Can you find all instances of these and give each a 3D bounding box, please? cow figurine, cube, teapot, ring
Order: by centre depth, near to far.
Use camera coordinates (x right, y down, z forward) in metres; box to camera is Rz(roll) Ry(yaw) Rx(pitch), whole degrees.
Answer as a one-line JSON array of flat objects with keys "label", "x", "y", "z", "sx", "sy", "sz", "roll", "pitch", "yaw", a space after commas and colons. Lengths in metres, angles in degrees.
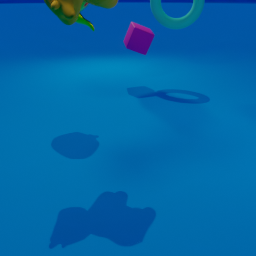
[{"label": "cow figurine", "x": -0.596, "y": -2.338, "z": 4.446, "sx": 1.531, "sy": 0.840, "sz": 1.506, "roll": -36, "pitch": 1, "yaw": 33}, {"label": "teapot", "x": -1.353, "y": -3.284, "z": 6.783, "sx": 1.229, "sy": 1.976, "sz": 0.968, "roll": -14, "pitch": 8, "yaw": 43}, {"label": "ring", "x": 1.698, "y": -4.397, "z": 9.723, "sx": 1.877, "sy": 1.877, "sz": 0.375, "roll": 7, "pitch": 34, "yaw": 14}, {"label": "cube", "x": 0.381, "y": -3.223, "z": 10.088, "sx": 0.786, "sy": 0.786, "sz": 0.786, "roll": 15, "pitch": 30, "yaw": -19}]
